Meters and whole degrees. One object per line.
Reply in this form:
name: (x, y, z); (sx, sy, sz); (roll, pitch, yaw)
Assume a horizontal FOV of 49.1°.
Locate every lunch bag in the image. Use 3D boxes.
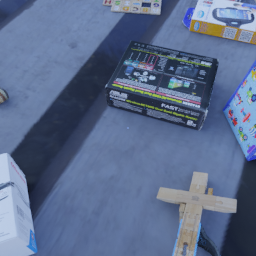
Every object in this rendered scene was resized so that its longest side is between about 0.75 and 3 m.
lunch bag: (3.419, -0.580, 6.869); (1.093, 2.324, 1.749); (-9, 55, -6)

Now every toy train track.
toy train track: (1.309, 2.093, 5.840); (1.697, 0.481, 2.958); (5, 35, 21)

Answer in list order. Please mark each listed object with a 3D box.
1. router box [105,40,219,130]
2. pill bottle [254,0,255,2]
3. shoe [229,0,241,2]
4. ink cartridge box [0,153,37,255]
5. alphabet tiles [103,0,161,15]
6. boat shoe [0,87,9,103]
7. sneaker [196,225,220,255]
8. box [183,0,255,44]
router box: (1.049, -1.334, 8.291); (2.873, 0.893, 2.153); (16, 56, 12)
pill bottle: (2.093, -1.825, 3.821); (0.559, 0.559, 0.977); (-38, 85, -24)
shoe: (4.503, -5.919, 11.707); (0.907, 0.712, 1.994); (26, 62, 12)
ink cartridge box: (-2.569, 1.674, 5.856); (0.777, 1.335, 1.846); (-16, 56, -11)
alphabet tiles: (0.207, -5.408, 11.733); (2.390, 0.090, 1.998); (6, 55, 3)
boat shoe: (-4.271, -1.114, 8.375); (1.425, 0.539, 0.526); (23, 60, 17)
sneaker: (1.615, 2.457, 5.971); (0.363, 0.324, 0.886); (-32, 52, -6)
box: (3.583, -4.133, 10.519); (2.867, 0.595, 1.707); (17, 56, 9)
